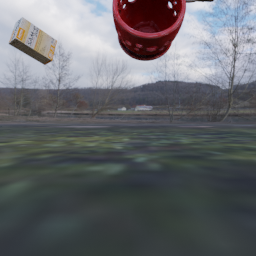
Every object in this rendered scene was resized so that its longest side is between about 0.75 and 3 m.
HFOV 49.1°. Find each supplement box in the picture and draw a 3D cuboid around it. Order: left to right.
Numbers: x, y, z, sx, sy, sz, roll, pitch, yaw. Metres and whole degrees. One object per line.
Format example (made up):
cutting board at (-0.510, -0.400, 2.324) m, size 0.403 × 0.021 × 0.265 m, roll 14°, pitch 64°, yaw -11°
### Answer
supplement box at (-3.051, -2.793, 9.106) m, size 0.499 × 0.855 × 1.356 m, roll -12°, pitch -28°, yaw 40°

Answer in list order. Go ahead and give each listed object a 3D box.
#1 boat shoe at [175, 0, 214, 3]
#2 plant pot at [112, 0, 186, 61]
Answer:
boat shoe at (2.452, -4.400, 8.940) m, size 2.516 × 0.909 × 0.911 m, roll 0°, pitch 4°, yaw 17°
plant pot at (0.610, -3.219, 8.654) m, size 2.096 × 2.096 × 1.909 m, roll 0°, pitch -15°, yaw 2°
